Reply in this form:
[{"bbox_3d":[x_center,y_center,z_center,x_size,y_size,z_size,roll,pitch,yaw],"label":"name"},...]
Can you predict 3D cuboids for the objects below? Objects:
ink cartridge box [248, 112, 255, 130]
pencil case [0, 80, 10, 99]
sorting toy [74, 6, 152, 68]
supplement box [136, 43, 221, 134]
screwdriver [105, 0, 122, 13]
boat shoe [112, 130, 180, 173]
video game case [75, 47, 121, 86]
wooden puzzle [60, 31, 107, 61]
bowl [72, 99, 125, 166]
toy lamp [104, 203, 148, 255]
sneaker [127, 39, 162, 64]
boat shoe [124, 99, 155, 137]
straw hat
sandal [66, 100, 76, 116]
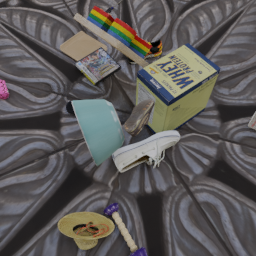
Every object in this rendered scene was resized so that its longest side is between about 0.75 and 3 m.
[{"bbox_3d":[5.837,-0.241,11.404,1.446,1.047,0.607,26,60,16],"label":"ink cartridge box"},{"bbox_3d":[-5.719,-1.777,12.755,0.476,0.461,1.016,-37,61,13],"label":"pencil case"},{"bbox_3d":[-0.295,-3.431,10.540,2.543,2.558,0.890,42,103,30],"label":"sorting toy"},{"bbox_3d":[1.846,-1.404,11.205,2.624,2.622,1.762,-33,63,-19],"label":"supplement box"},{"bbox_3d":[-0.784,-7.042,16.253,0.231,0.241,1.659,33,60,19],"label":"screwdriver"},{"bbox_3d":[0.852,1.031,10.627,2.757,1.019,1.176,-18,59,-9],"label":"boat shoe"},{"bbox_3d":[-1.433,-3.006,13.502,1.669,0.213,1.508,-38,75,-21],"label":"video game case"},{"bbox_3d":[-2.254,-4.019,14.270,1.843,0.343,1.705,37,64,16],"label":"wooden puzzle"},{"bbox_3d":[-0.849,-0.025,8.892,1.156,2.209,2.209,-22,60,-6],"label":"bowl"},{"bbox_3d":[-0.042,3.565,9.247,0.651,0.651,2.238,-28,62,-17],"label":"toy lamp"},{"bbox_3d":[0.812,-3.846,13.808,1.908,0.859,0.667,-21,60,-13],"label":"sneaker"},{"bbox_3d":[0.372,-0.304,8.343,0.500,0.492,1.342,17,59,41],"label":"boat shoe"},{"bbox_3d":[-1.383,3.506,9.151,1.844,1.844,0.781,4,100,3],"label":"straw hat"},{"bbox_3d":[-1.625,-0.721,12.046,2.262,0.484,0.860,12,58,7],"label":"sandal"}]
